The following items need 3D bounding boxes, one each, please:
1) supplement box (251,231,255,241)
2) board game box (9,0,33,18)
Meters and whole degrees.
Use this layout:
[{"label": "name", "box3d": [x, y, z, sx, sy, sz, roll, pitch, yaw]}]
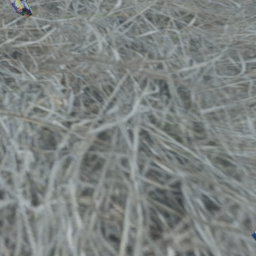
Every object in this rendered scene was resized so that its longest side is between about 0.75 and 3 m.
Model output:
[{"label": "supplement box", "box3d": [3.077, 2.093, 5.161, 1.012, 0.680, 1.013, -45, 55, 13]}, {"label": "board game box", "box3d": [-3.240, -3.797, 8.193, 0.271, 0.789, 0.955, -24, 97, 10]}]
